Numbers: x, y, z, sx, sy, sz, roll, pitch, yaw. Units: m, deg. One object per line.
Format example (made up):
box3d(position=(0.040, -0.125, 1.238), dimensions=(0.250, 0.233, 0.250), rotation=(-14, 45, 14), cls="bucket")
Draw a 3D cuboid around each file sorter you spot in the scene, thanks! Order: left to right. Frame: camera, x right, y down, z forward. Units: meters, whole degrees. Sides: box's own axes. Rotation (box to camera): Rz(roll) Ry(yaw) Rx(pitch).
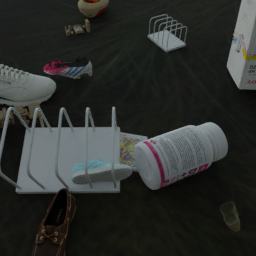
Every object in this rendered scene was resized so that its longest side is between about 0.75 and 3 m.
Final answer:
box3d(position=(-1.471, 0.500, 6.677), dimensions=(2.547, 1.586, 1.767), rotation=(0, 64, -1), cls="file sorter")
box3d(position=(1.654, -4.050, 11.803), dimensions=(1.013, 0.909, 1.459), rotation=(-22, 49, -20), cls="file sorter")

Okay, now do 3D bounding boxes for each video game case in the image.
box3d(position=(-0.100, 0.623, 7.837), dimensions=(1.110, 0.140, 1.220), rotation=(9, 47, 9), cls="video game case")

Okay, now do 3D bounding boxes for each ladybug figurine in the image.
box3d(position=(-1.665, -6.081, 13.869), dimensions=(1.366, 0.724, 2.012), rotation=(19, 49, 17), cls="ladybug figurine")

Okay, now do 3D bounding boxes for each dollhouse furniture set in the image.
box3d(position=(-3.597, 0.045, 7.949), dimensions=(2.351, 1.219, 1.041), rotation=(-13, 91, -14), cls="dollhouse furniture set")
box3d(position=(-2.303, -4.568, 12.597), dimensions=(1.072, 0.475, 0.556), rotation=(-15, 48, -14), cls="dollhouse furniture set")

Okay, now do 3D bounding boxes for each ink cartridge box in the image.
box3d(position=(4.692, -2.848, 9.209), dimensions=(2.002, 2.719, 1.967), rotation=(3, 35, 5), cls="ink cartridge box")

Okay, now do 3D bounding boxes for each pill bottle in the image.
box3d(position=(1.338, 0.634, 7.074), dimensions=(2.133, 1.209, 1.209), rotation=(-18, 49, -18), cls="pill bottle")

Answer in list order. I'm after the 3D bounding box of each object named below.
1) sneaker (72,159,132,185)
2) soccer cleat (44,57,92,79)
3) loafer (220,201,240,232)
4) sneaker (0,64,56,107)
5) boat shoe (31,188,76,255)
box3d(position=(-0.639, 0.955, 6.784), dimensions=(1.447, 0.535, 0.593), rotation=(-3, 46, -11), cls="sneaker")
box3d(position=(-2.125, -2.027, 10.021), dimensions=(1.765, 0.762, 0.617), rotation=(-4, 48, 12), cls="soccer cleat")
box3d(position=(2.181, 1.883, 5.966), dimensions=(0.340, 0.301, 0.894), rotation=(-21, 9, 20), cls="loafer")
box3d(position=(-3.893, -1.491, 9.155), dimensions=(2.971, 1.196, 1.135), rotation=(0, 44, -3), cls="sneaker")
box3d(position=(-1.608, 2.206, 5.960), dimensions=(0.674, 0.674, 1.916), rotation=(5, 48, 3), cls="boat shoe")
